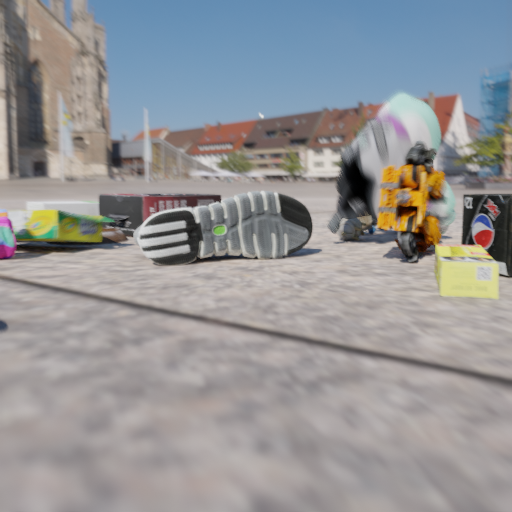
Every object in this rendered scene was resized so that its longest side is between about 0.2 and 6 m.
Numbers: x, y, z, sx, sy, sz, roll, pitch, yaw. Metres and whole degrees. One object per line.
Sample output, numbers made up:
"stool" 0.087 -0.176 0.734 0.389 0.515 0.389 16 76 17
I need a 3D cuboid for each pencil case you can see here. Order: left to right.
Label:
"pencil case" -4.678 -0.278 8.388 1.987 0.878 0.878 -7 10 -40

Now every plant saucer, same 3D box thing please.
"plant saucer" -3.556 -0.425 11.813 1.668 0.268 1.668 0 6 0

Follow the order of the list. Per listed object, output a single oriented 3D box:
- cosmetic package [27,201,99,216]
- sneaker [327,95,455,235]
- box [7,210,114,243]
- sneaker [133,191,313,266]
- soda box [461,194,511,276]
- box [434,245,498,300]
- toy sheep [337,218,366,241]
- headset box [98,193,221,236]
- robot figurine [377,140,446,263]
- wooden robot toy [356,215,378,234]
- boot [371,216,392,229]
"cosmetic package" -4.789 -1.003 14.307 0.967 0.762 1.797 9 10 42
"sneaker" 2.524 -1.117 11.217 2.539 3.630 1.411 -39 42 -8
"box" -3.888 -0.514 10.162 2.319 0.561 1.361 -2 -2 19
"sneaker" -0.639 -0.497 9.270 2.909 1.091 1.680 -5 6 -25
"soda box" 4.701 -0.351 7.905 3.400 1.077 1.203 -1 6 -11
"box" 2.449 0.152 6.636 0.614 0.409 1.632 2 8 16
"toy sheep" 1.988 -0.573 11.891 0.589 0.589 0.854 4 16 26
"headset box" -2.396 -1.018 13.490 1.912 0.992 2.569 7 11 44
"robot figurine" 2.557 -0.810 9.078 0.744 1.854 2.557 5 1 28
"wooden robot toy" 3.595 -1.004 13.174 2.873 1.266 1.303 -4 19 -24
"boot" 3.353 -1.057 15.491 1.215 0.581 1.609 3 7 40
